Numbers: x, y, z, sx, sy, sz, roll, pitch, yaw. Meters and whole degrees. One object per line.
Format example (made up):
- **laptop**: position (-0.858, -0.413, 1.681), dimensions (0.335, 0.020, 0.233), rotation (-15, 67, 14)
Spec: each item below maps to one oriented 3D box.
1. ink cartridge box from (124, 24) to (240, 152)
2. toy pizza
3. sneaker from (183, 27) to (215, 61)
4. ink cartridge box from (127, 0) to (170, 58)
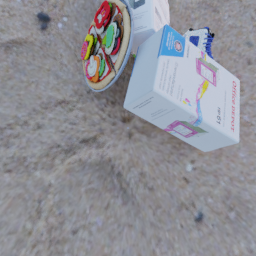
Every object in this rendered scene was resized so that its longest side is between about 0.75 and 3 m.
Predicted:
- **ink cartridge box**: position (1.543, -0.905, 7.256), dimensions (2.875, 1.217, 2.078), rotation (28, 59, -26)
- **toy pizza**: position (-0.751, -2.392, 7.939), dimensions (0.430, 2.713, 2.713), rotation (8, 65, -34)
- **sneaker**: position (2.277, -2.416, 8.583), dimensions (1.140, 0.798, 1.974), rotation (-49, 60, 29)
- **ink cartridge box**: position (0.599, -3.370, 8.677), dimensions (1.030, 1.783, 2.451), rotation (-9, 66, 22)
